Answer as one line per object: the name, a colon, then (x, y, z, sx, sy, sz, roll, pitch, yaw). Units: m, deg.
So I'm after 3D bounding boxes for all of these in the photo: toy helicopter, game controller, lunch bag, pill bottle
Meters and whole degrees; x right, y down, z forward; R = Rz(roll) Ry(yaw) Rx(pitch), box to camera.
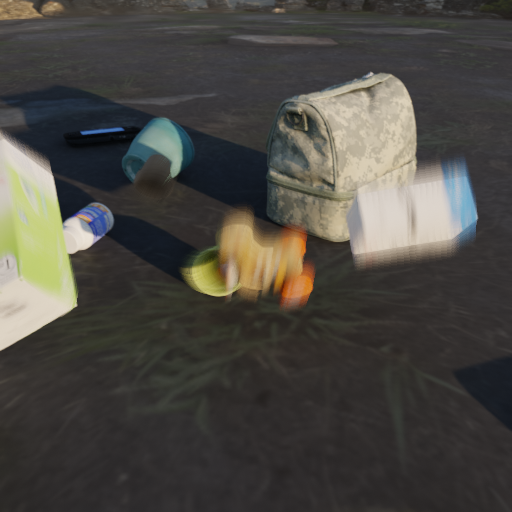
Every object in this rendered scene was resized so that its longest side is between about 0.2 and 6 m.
toy helicopter: (-0.089, 0.051, 6.846, 1.178, 1.781, 0.702, -15, 66, 16)
game controller: (-4.119, -3.268, 15.032, 2.006, 0.422, 1.047, -10, 31, -19)
lunch bag: (1.655, -1.991, 10.560, 2.062, 2.482, 2.959, 25, 38, 38)
pill bottle: (-3.009, -0.471, 9.783, 0.592, 0.592, 1.057, 9, 29, 15)

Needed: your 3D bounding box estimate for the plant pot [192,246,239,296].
plant pot: (-0.547, 0.141, 8.629, 0.751, 0.751, 0.691, 3, 19, 5)

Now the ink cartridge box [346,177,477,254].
ink cartridge box: (1.855, -0.469, 6.917, 1.337, 0.563, 0.966, -10, -13, -1)

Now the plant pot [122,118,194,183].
plant pot: (-2.220, -2.147, 12.265, 1.305, 1.305, 1.226, 14, 47, 24)

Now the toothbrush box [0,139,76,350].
toothbrush box: (-3.358, -0.059, 7.021, 1.645, 0.972, 2.259, -28, 56, 10)

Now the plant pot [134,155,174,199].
plant pot: (-1.941, -1.584, 10.856, 0.754, 0.754, 0.658, 1, 55, 3)
